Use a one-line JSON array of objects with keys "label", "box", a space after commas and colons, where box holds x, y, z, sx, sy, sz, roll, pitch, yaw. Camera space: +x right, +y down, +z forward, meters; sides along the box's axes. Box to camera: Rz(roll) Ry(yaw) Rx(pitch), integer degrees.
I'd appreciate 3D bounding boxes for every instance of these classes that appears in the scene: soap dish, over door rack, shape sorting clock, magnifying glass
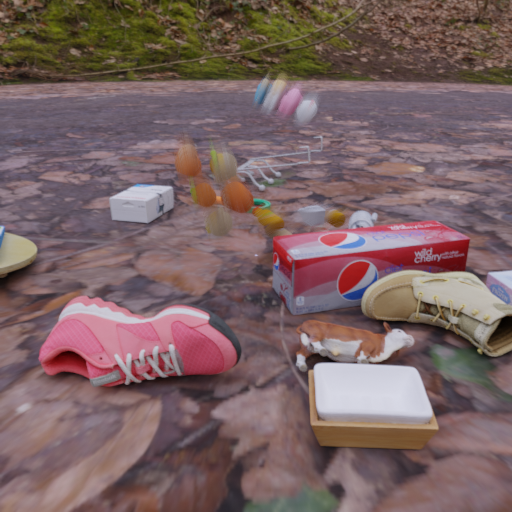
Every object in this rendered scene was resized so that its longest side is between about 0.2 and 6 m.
[{"label": "soap dish", "box": [1.162, 1.563, 5.839, 1.221, 0.496, 0.961, 1, 22, 3]}, {"label": "over door rack", "box": [0.577, -2.370, 14.941, 2.380, 0.793, 1.758, -15, 15, 23]}, {"label": "shape sorting clock", "box": [-5.599, -0.052, 9.327, 3.625, 0.711, 3.625, 5, 9, -1]}, {"label": "magnifying glass", "box": [-0.504, -1.262, 13.272, 1.796, 0.201, 0.715, 10, 24, 25]}]

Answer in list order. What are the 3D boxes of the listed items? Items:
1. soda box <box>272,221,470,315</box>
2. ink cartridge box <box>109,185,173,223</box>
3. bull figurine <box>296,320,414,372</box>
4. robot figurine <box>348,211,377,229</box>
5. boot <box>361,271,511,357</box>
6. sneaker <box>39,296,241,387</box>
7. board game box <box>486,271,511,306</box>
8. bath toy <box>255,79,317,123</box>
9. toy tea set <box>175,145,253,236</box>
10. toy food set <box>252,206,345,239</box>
[{"label": "soda box", "box": [1.785, 0.129, 8.810, 2.949, 0.935, 1.032, -7, 23, -16]}, {"label": "ink cartridge box", "box": [-2.555, -1.195, 12.608, 0.932, 0.546, 1.272, 6, 24, 17]}, {"label": "bull figurine", "box": [1.184, 1.142, 6.909, 1.463, 0.476, 0.888, 6, 23, 14]}, {"label": "robot figurine", "box": [2.104, -0.605, 11.214, 0.741, 0.494, 0.874, -29, 14, 20]}, {"label": "boot", "box": [2.559, 0.784, 7.547, 1.933, 0.704, 1.503, -2, 21, -15]}, {"label": "sneaker", "box": [-1.406, 1.193, 6.575, 2.498, 0.921, 1.084, 3, 34, 19]}, {"label": "board game box", "box": [4.759, 0.714, 8.007, 2.015, 0.439, 2.025, -4, 22, -10]}, {"label": "bath toy", "box": [0.715, -3.336, 12.065, 1.488, 0.647, 0.550, 31, 23, 26]}, {"label": "toy tea set", "box": [-0.691, -1.139, 8.869, 0.962, 1.617, 0.599, -36, 38, -12]}, {"label": "toy food set", "box": [0.758, -0.575, 10.338, 1.655, 0.790, 0.745, -11, 31, -30]}]
